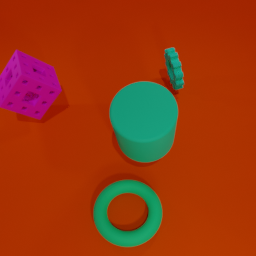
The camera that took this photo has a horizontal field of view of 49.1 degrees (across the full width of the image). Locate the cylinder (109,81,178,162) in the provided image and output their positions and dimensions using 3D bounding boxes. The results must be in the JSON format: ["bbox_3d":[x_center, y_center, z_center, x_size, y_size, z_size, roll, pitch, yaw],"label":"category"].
[{"bbox_3d":[0.345,-0.084,5.876,1.311,1.311,1.311,-2,66,5],"label":"cylinder"}]

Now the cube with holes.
[{"bbox_3d":[-2.627,-1.115,7.399,1.103,1.103,1.103,21,31,-43],"label":"cube with holes"}]

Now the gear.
[{"bbox_3d":[1.377,-1.775,8.425,0.228,1.234,1.234,-16,49,1],"label":"gear"}]

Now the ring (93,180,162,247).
[{"bbox_3d":[-0.005,1.792,6.050,1.491,0.298,1.491,-1,50,1],"label":"ring"}]
